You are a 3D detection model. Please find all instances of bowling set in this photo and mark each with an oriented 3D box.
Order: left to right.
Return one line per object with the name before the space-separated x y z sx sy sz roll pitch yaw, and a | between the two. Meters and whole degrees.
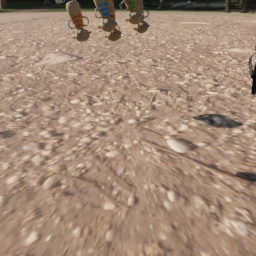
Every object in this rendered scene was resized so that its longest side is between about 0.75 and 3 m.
bowling set | -0.271 -2.440 5.957 1.957 1.050 1.362 -21 15 -13

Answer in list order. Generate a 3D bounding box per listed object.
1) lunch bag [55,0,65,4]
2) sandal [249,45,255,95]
lunch bag | -2.206 -4.446 8.839 0.342 0.725 0.905 -9 64 8
sandal | 3.120 -1.431 6.967 0.271 1.268 0.482 7 29 24
